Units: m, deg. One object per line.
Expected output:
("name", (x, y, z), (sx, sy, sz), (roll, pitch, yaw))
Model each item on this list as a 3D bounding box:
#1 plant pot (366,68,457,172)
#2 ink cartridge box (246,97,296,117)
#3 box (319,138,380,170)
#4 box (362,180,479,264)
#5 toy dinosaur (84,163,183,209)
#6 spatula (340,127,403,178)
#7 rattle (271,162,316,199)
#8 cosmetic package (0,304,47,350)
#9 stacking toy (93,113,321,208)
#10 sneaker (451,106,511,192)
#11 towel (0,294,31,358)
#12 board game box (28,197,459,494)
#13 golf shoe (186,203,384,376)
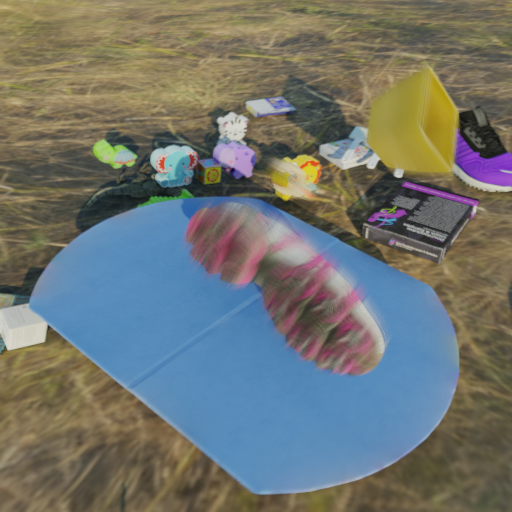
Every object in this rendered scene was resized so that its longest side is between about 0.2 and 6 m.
("plant pot", (2.682, -2.245, 9.819), (1.158, 1.312, 1.313), (-5, 63, 40))
("ink cartridge box", (0.416, -4.201, 16.013), (1.112, 0.264, 1.126), (-11, 39, -18))
("box", (2.350, -2.532, 13.648), (1.286, 0.265, 1.003), (-18, 39, -22))
("box", (3.254, -0.735, 11.016), (1.564, 0.395, 2.187), (21, 39, 28))
("toy dinosaur", (-2.625, -1.511, 12.061), (2.119, 0.503, 0.934), (-9, 43, -7))
("spatula", (2.967, -2.540, 13.300), (1.723, 0.199, 2.478), (18, 35, 12))
("rattle", (0.766, -1.253, 10.108), (0.605, 0.929, 0.663), (-54, 23, -5))
("cosmetic package", (-3.466, 1.038, 8.319), (0.544, 0.453, 0.455), (-12, 46, -38))
("stacking toy", (-1.101, -2.024, 11.987), (4.049, 0.951, 3.052), (-14, 37, -30))
("sneaker", (4.951, -2.548, 12.623), (1.021, 1.461, 2.938), (-15, 37, -20))
("towel", (-4.619, 1.013, 8.715), (1.921, 0.208, 1.409), (2, 36, 3))
("board game box", (-0.113, 1.017, 8.051), (5.707, 1.111, 4.509), (30, 40, 27))
("golf shoe", (0.514, 0.253, 6.930), (2.825, 1.026, 1.301), (42, 31, 17))
